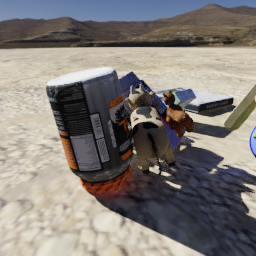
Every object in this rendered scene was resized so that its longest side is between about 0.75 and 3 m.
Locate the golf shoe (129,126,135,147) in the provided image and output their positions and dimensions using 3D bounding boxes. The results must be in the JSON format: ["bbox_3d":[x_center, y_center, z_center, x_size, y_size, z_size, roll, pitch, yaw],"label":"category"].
[{"bbox_3d":[0.466,-0.044,7.017,0.631,0.720,1.635,-30,23,45],"label":"golf shoe"}]

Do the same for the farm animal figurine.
[{"bbox_3d":[-0.071,-0.210,5.703,2.458,1.236,1.985,6,42,33],"label":"farm animal figurine"}]

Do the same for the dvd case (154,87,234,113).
[{"bbox_3d":[2.287,-1.130,10.662,1.997,0.329,2.657,-13,23,-35],"label":"dvd case"}]

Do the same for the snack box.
[{"bbox_3d":[1.322,-0.670,8.226,0.947,0.380,1.123,-17,-17,-47],"label":"snack box"}]

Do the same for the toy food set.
[{"bbox_3d":[2.766,0.037,4.412,2.096,1.447,0.421,37,-2,15],"label":"toy food set"}]

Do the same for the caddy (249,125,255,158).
[{"bbox_3d":[3.021,0.101,5.346,1.058,1.497,0.786,28,13,10],"label":"caddy"}]

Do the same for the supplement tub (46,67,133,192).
[{"bbox_3d":[-0.569,0.031,4.738,1.173,1.915,1.173,-10,20,4],"label":"supplement tub"}]

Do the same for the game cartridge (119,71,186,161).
[{"bbox_3d":[0.430,-0.346,6.279,0.379,1.972,1.279,-40,3,43],"label":"game cartridge"}]
